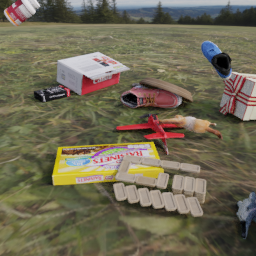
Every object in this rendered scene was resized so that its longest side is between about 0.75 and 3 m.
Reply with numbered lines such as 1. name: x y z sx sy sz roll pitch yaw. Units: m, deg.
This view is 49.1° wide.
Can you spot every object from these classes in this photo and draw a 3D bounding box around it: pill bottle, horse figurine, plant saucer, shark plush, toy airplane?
1. pill bottle: -4.178 -4.681 11.101 1.281 0.724 0.724 -33 27 5
2. horse figurine: 2.064 -0.106 8.975 1.954 0.488 1.295 17 9 25
3. plant saucer: 1.583 -1.565 11.403 2.323 0.342 2.323 20 3 -1
4. shark plush: 2.493 1.737 5.604 0.470 0.513 1.129 40 31 9
5. toy airplane: 0.920 0.011 9.093 2.630 0.484 2.630 1 25 0

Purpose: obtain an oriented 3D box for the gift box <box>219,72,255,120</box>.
1. gift box: 4.406 -1.179 10.463 1.629 1.609 1.744 0 20 -21

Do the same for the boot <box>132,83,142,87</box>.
1. boot: 0.413 -2.079 13.859 0.514 0.273 0.781 8 16 24

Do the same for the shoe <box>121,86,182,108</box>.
1. shoe: 0.871 -1.140 11.211 2.401 0.858 1.092 15 32 37

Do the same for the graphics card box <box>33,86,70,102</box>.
1. graphics card box: -3.399 -1.536 12.537 1.372 0.349 0.861 -20 32 -38

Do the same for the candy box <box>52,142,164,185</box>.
1. candy box: -0.528 0.889 7.384 2.711 0.358 1.386 -3 29 -6

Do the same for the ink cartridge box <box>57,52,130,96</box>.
1. ink cartridge box: -1.650 -2.607 13.669 2.373 1.134 2.703 32 38 28

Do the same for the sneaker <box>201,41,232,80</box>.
1. sneaker: 1.428 -1.165 4.530 0.292 0.762 0.424 -27 -16 10

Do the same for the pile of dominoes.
1. pile of dominoes: 0.707 1.332 6.418 2.064 0.329 1.609 7 32 13
